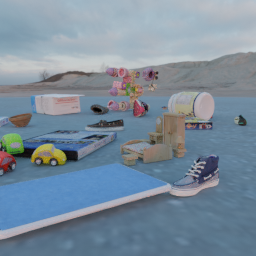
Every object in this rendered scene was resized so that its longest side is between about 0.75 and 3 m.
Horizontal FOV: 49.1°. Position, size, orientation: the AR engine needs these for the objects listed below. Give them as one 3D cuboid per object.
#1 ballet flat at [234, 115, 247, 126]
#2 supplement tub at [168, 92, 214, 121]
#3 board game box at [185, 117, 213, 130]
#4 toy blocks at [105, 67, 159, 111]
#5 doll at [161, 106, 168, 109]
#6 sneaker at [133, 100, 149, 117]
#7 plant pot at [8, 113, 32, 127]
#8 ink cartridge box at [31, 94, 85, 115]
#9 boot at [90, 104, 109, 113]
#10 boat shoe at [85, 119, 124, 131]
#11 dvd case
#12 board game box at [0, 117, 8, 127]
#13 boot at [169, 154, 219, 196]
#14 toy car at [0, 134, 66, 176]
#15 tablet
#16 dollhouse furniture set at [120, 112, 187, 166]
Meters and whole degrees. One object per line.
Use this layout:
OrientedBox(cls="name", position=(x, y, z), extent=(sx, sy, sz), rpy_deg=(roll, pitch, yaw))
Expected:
OrientedBox(cls="ballet flat", position=(4.348, -0.309, 10.893), extent=(0.368, 0.366, 1.077), rpy_deg=(-9, 5, 15))
OrientedBox(cls="supplement tub", position=(2.719, -0.947, 12.163), extent=(1.230, 1.230, 1.697), rpy_deg=(-6, 10, -38))
OrientedBox(cls="board game box", position=(2.298, -0.176, 10.204), extent=(1.019, 0.260, 1.505), rpy_deg=(-1, 8, -5))
OrientedBox(cls="toy blocks", position=(-0.180, -2.304, 16.741), extent=(2.944, 2.751, 2.478), rpy_deg=(12, 11, 39))
OrientedBox(cls="doll", position=(2.470, -1.376, 19.032), extent=(0.519, 0.185, 0.761), rpy_deg=(2, 8, 5))
OrientedBox(cls="sneaker", position=(0.678, -1.018, 14.164), extent=(0.782, 0.844, 2.095), rpy_deg=(2, 7, 0))
OrientedBox(cls="plant pot", position=(-3.889, -0.269, 10.213), extent=(0.823, 0.380, 0.823), rpy_deg=(-9, 13, 2))
OrientedBox(cls="ink cartridge box", position=(-3.872, -1.326, 15.513), extent=(2.987, 1.013, 1.733), rpy_deg=(8, 14, 45))
OrientedBox(cls="boot", position=(-1.744, -1.023, 15.442), extent=(1.213, 0.484, 1.334), rpy_deg=(6, 12, 16))
OrientedBox(cls="boat shoe", position=(-0.761, -0.095, 9.239), extent=(1.295, 0.367, 0.445), rpy_deg=(-2, 8, -14))
OrientedBox(cls="dvd case", position=(-1.477, 0.343, 6.685), extent=(1.776, 0.218, 2.489), rpy_deg=(1, 8, 15))
OrientedBox(cls="board game box", position=(-5.342, -0.235, 10.598), extent=(1.280, 0.263, 1.277), rpy_deg=(-1, 8, -9))
OrientedBox(cls="boot", position=(0.922, 0.628, 3.871), extent=(0.945, 0.427, 0.344), rpy_deg=(-7, 11, -41))
OrientedBox(cls="toy car", position=(-2.043, 0.381, 5.152), extent=(1.501, 0.335, 1.412), rpy_deg=(-6, 21, -38))
OrientedBox(cls="tablet", position=(-0.652, 0.804, 3.537), extent=(2.094, 0.143, 1.363), rpy_deg=(-7, 10, -33))
OrientedBox(cls="dollhouse furniture set", position=(0.352, 0.128, 5.973), extent=(1.718, 0.839, 1.465), rpy_deg=(-5, 9, -31))
